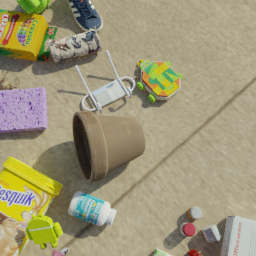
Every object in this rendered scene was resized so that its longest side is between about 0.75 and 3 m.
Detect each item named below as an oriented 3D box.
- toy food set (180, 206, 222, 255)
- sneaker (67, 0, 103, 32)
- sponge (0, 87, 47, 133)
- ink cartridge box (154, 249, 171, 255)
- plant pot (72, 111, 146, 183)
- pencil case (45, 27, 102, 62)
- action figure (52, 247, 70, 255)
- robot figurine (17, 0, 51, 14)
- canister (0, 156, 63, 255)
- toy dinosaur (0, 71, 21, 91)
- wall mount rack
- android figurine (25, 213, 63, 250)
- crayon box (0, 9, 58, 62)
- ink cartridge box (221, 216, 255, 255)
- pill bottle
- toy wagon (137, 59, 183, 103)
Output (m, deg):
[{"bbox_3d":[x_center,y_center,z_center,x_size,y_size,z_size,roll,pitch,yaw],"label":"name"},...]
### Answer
[{"bbox_3d":[2.655,3.948,9.277,1.264,1.191,2.647,-23,74,-7],"label":"toy food set"},{"bbox_3d":[-2.061,-5.455,12.257,1.052,1.186,2.807,-32,76,-10],"label":"sneaker"},{"bbox_3d":[-4.702,-0.669,11.035,2.960,0.441,1.651,-5,79,0],"label":"sponge"},{"bbox_3d":[1.101,4.686,9.468,0.669,0.386,0.920,24,74,7],"label":"ink cartridge box"},{"bbox_3d":[-0.631,0.470,9.947,2.179,2.499,2.499,-12,72,-22],"label":"plant pot"},{"bbox_3d":[-2.265,-3.484,11.769,2.261,0.880,1.011,-16,96,-5],"label":"pencil case"},{"bbox_3d":[-2.053,4.860,8.678,2.722,2.027,1.823,12,78,-11],"label":"action figure"},{"bbox_3d":[-3.984,-5.784,12.162,1.188,1.802,2.054,43,38,-28],"label":"robot figurine"},{"bbox_3d":[-3.936,2.767,9.637,2.179,1.270,2.933,26,76,8],"label":"canister"},{"bbox_3d":[-4.883,-1.652,11.494,1.001,0.576,1.979,-40,89,7],"label":"toy dinosaur"},{"bbox_3d":[-0.955,-1.805,11.258,2.401,0.895,2.086,-28,74,-9],"label":"wall mount rack"},{"bbox_3d":[-2.619,3.167,8.632,1.137,0.257,1.250,-13,107,11],"label":"android figurine"},{"bbox_3d":[-4.701,-4.003,12.032,2.943,0.748,1.868,9,73,2],"label":"crayon box"},{"bbox_3d":[4.321,3.951,9.462,2.012,0.833,1.466,15,73,5],"label":"ink cartridge box"},{"bbox_3d":[-1.219,2.862,9.797,1.556,0.862,0.862,19,73,5],"label":"pill bottle"},{"bbox_3d":[1.159,-2.118,11.599,1.665,0.424,2.145,-39,77,-12],"label":"toy wagon"}]
